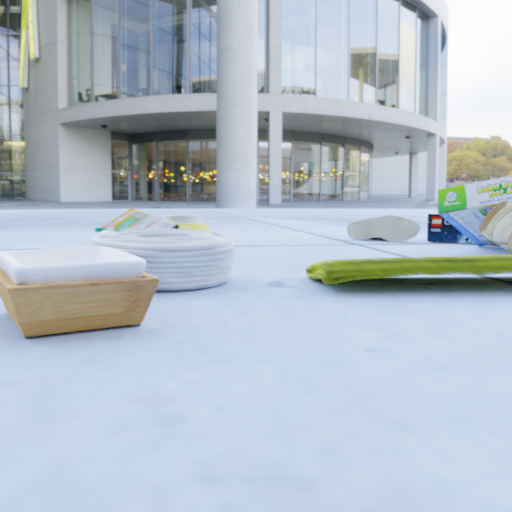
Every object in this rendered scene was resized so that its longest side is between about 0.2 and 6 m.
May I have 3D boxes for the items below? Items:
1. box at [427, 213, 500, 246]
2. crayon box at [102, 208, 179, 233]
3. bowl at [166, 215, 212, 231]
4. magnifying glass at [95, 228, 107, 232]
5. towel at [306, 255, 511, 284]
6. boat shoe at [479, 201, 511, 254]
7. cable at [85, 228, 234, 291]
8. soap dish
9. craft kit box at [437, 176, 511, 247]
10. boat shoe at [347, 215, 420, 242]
[{"bbox_3d":[5.795,-0.588,12.020,3.463,0.653,2.365,5,8,40],"label":"box"},{"bbox_3d":[-1.751,-0.365,8.527,1.018,0.263,0.640,19,43,31],"label":"crayon box"},{"bbox_3d":[-1.209,-0.312,9.151,1.320,0.710,1.320,-1,6,0],"label":"bowl"},{"bbox_3d":[-3.996,-0.760,16.280,1.361,0.152,0.542,-2,6,-1],"label":"magnifying glass"},{"bbox_3d":[2.260,0.175,6.332,3.267,0.295,1.406,-1,-5,-2],"label":"towel"},{"bbox_3d":[4.314,-0.235,8.670,2.338,0.833,0.754,5,33,-41],"label":"boat shoe"},{"bbox_3d":[-1.118,0.026,6.492,1.721,0.596,1.722,2,7,6],"label":"cable"},{"bbox_3d":[-1.510,0.252,4.517,1.060,0.547,1.347,-3,6,-30],"label":"soap dish"},{"bbox_3d":[4.697,-0.792,9.775,2.305,0.566,2.334,-5,-16,37],"label":"craft kit box"},{"bbox_3d":[2.924,-0.620,12.698,1.718,0.617,0.511,-2,6,39],"label":"boat shoe"}]
